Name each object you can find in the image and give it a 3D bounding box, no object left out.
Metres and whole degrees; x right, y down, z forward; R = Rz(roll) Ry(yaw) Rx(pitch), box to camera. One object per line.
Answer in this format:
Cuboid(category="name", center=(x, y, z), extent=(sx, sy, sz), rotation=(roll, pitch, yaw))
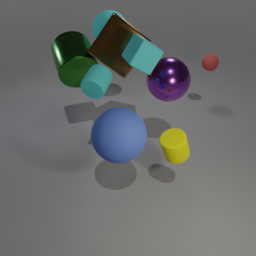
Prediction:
Cuboid(category="ball", center=(-0.228, 0.187, 7.050), extent=(1.400, 1.400, 1.400), rotation=(0, 33, 0))
Cuboid(category="cylinder", center=(-1.845, -2.374, 9.747), extent=(1.400, 1.400, 1.400), rotation=(-12, 57, -17))
Cuboid(category="cylinder", center=(-0.871, -1.289, 7.802), extent=(0.700, 0.700, 0.700), rotation=(11, 52, 16))
Cuboid(category="cube", center=(-0.277, -2.672, 8.984), extent=(1.400, 1.400, 1.400), rotation=(34, 17, -14))
Cuboid(category="cube", center=(0.375, -1.964, 7.437), extent=(0.700, 0.700, 0.700), rotation=(19, 24, -33))
Cuboid(category="ball", center=(3.459, -2.749, 11.770), extent=(0.700, 0.700, 0.700), rotation=(0, 33, 0))
Cuboid(category="cylinder", center=(1.259, 0.485, 7.514), extent=(0.700, 0.700, 0.700), rotation=(-12, 44, 12))
Cuboid(category="ball", center=(1.288, -1.545, 8.936), extent=(1.400, 1.400, 1.400), rotation=(0, 33, 0))
Cuboid(category="ball", center=(-0.727, -3.948, 11.186), extent=(1.400, 1.400, 1.400), rotation=(0, 33, 0))
